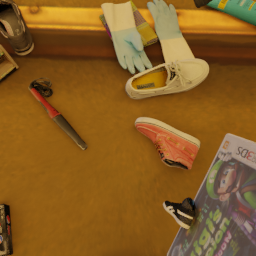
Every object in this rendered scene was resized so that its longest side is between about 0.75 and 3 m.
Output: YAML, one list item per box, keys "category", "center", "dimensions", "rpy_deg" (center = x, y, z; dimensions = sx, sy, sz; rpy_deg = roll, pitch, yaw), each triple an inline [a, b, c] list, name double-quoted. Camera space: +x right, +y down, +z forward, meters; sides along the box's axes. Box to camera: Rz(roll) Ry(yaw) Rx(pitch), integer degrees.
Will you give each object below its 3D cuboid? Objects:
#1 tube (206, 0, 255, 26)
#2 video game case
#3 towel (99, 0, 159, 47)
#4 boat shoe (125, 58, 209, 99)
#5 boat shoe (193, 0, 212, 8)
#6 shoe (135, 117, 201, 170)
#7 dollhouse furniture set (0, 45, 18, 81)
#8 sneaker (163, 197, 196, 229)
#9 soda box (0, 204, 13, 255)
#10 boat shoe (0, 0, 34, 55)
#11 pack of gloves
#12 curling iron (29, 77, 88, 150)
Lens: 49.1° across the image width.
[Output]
- category: "tube"
  center: [3.859, -4.079, 9.538]
  dimensions: [2.652, 0.668, 1.027]
  rpy_deg: [31, 59, 16]
- category: "video game case"
  center: [1.532, 1.533, 4.279]
  dimensions: [0.322, 2.507, 2.758]
  rpy_deg: [24, 95, -7]
- category: "towel"
  center: [0.013, -3.376, 9.421]
  dimensions: [1.404, 0.223, 1.956]
  rpy_deg: [-26, 71, -9]
- category: "boat shoe"
  center: [1.220, -1.529, 8.094]
  dimensions: [2.631, 1.122, 0.972]
  rpy_deg: [-13, 87, -6]
- category: "boat shoe"
  center: [1.538, -4.411, 7.426]
  dimensions: [0.747, 0.906, 2.640]
  rpy_deg: [-32, 77, 27]
- category: "shoe"
  center: [0.971, 0.430, 7.670]
  dimensions: [1.919, 0.686, 0.873]
  rpy_deg: [23, 66, 5]
- category: "dollhouse furniture set"
  center: [-4.566, -1.839, 8.656]
  dimensions: [1.704, 0.947, 1.507]
  rpy_deg: [-45, 51, -15]
- category: "sneaker"
  center: [1.016, 1.482, 5.302]
  dimensions: [0.317, 0.867, 0.485]
  rpy_deg: [29, 92, -23]
- category: "soda box"
  center: [-3.164, 2.550, 6.971]
  dimensions: [0.389, 0.434, 1.228]
  rpy_deg: [-11, 68, -7]
- category: "boat shoe"
  center: [-3.957, -3.685, 9.215]
  dimensions: [0.963, 0.821, 2.881]
  rpy_deg: [-30, 71, -11]
- category: "pack of gloves"
  center: [0.698, -3.127, 8.959]
  dimensions: [2.476, 0.582, 2.948]
  rpy_deg: [-13, 71, -11]
- category: "curling iron"
  center: [-2.027, -0.464, 8.202]
  dimensions: [0.685, 0.353, 2.765]
  rpy_deg: [-34, 72, -13]
